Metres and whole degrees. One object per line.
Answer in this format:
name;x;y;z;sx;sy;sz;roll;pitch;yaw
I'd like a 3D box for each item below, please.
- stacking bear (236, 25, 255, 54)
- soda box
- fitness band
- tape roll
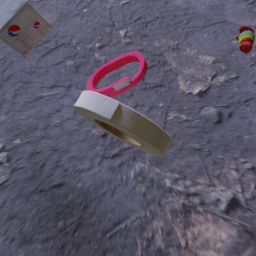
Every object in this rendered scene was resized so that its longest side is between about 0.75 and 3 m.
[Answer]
stacking bear;3.439;-2.517;8.164;0.489;0.522;0.860;12;52;8
soda box;-3.126;-3.024;6.700;1.014;0.948;2.978;-45;64;2
fitness band;-0.251;-1.150;6.191;1.459;0.273;1.048;-20;43;21
tape roll;-0.094;-0.041;4.942;1.830;1.830;0.334;27;82;18
